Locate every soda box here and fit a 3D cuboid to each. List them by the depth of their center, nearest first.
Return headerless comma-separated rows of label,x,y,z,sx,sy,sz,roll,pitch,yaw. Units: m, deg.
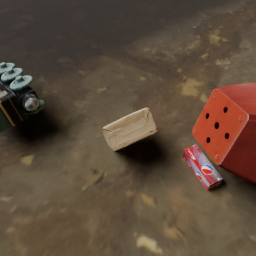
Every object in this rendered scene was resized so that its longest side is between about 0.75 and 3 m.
soda box,1.924,1.024,7.334,0.414,0.375,1.184,-22,53,-13

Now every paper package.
paper package,0.011,0.062,7.314,1.271,1.333,0.690,-24,90,-5

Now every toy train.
toy train,-3.638,-0.977,8.204,1.624,1.214,2.849,-34,42,-23

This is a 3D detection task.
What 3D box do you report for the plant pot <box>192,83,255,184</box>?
plant pot,2.690,0.062,6.484,1.702,1.929,1.931,7,31,-25
